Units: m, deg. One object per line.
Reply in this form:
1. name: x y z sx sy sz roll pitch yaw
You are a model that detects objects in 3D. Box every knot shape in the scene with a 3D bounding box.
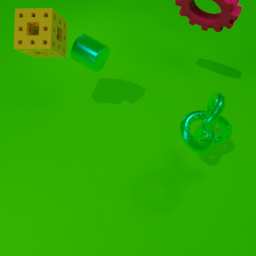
1. knot shape: 1.722 0.000 6.268 1.370 1.464 0.676 -29 38 -31

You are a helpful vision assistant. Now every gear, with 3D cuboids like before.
1. gear: 1.967 -3.032 6.948 1.597 1.597 0.295 25 80 15

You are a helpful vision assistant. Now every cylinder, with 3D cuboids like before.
1. cylinder: -0.953 -1.902 7.108 0.724 0.724 0.724 31 62 11

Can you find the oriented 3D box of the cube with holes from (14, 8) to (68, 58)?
1. cube with holes: -1.964 -2.136 6.405 0.857 0.857 0.857 3 92 9
